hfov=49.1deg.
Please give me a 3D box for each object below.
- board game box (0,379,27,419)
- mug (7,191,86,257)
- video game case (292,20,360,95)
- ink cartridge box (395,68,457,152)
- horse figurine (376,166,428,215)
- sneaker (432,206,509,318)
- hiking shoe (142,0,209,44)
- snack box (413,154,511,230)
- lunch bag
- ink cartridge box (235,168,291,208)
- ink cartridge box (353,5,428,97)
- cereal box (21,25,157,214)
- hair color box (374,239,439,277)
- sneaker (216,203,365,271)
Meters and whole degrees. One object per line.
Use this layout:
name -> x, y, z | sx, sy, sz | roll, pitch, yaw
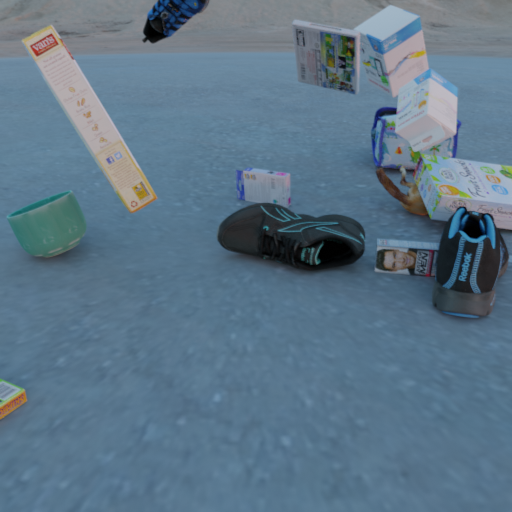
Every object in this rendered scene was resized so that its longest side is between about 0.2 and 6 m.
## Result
board game box -> -3.491, 1.548, 6.390 | 1.612, 0.242, 0.770 | 15, 28, 25
mug -> -3.562, -0.564, 9.931 | 1.182, 0.890, 1.439 | -12, 20, 25
video game case -> 1.084, -3.037, 8.609 | 1.037, 1.138, 0.125 | 19, 64, 20
ink cartridge box -> 2.392, -1.995, 7.873 | 0.589, 0.941, 0.605 | 25, -29, -26
horse figurine -> 3.687, -1.361, 12.028 | 2.395, 0.598, 1.587 | 0, 41, -19
sneaker -> 3.531, -0.228, 8.952 | 1.145, 1.281, 3.127 | 9, 26, 17
hiking shoe -> -1.490, -4.474, 10.275 | 0.905, 0.777, 2.088 | -56, 18, -13
snack box -> 4.524, -1.270, 11.233 | 2.368, 0.627, 1.684 | 7, 36, -4
lunch bag -> 4.227, -3.204, 15.193 | 2.055, 1.540, 2.417 | 5, 17, 6
ink cartridge box -> 0.152, -1.523, 12.354 | 1.250, 0.746, 0.262 | 11, 34, 23
ink cartridge box -> 2.744, -4.112, 11.293 | 0.954, 1.306, 0.958 | -34, 43, -4
cereal box -> -2.407, -1.969, 8.175 | 0.511, 2.586, 1.860 | -31, 24, -7
hair color box -> 2.506, 0.033, 9.297 | 1.028, 0.509, 0.312 | 5, 26, 10
sneaker -> 0.592, -0.297, 9.486 | 2.583, 0.974, 1.024 | 1, 27, 3
